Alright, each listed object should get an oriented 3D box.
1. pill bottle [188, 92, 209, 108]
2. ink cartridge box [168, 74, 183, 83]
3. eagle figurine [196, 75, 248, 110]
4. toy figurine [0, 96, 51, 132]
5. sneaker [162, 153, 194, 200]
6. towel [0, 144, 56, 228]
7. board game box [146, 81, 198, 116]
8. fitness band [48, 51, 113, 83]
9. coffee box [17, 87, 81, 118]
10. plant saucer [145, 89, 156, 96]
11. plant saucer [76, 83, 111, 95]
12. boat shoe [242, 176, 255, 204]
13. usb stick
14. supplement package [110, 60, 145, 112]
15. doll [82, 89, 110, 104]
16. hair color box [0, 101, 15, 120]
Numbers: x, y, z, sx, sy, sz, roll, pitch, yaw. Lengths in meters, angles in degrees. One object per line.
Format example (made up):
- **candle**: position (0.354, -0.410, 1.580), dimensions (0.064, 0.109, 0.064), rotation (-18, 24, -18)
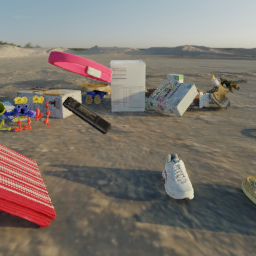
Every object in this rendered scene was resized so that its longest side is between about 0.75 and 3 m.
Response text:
- **pill bottle**: position (3.123, -1.323, 13.223), dimensions (1.358, 0.790, 0.790), rotation (1, 17, 16)
- **ink cartridge box**: position (2.891, -2.673, 17.087), dimensions (0.841, 1.152, 0.486), rotation (15, 26, 41)
- **eagle figurine**: position (4.302, -1.706, 13.811), dimensions (2.457, 1.854, 1.864), rotation (-39, -7, -23)
- **toy figurine**: position (-4.314, -0.362, 10.781), dimensions (2.414, 1.273, 1.446), rotation (-7, -10, -27)
- **sneaker**: position (1.085, 1.065, 6.271), dimensions (0.563, 0.608, 1.499), rotation (0, 19, -6)
- **towel**: position (-2.568, 0.881, 5.638), dimensions (1.965, 0.305, 2.717), rotation (35, -1, -30)
- **board game box**: position (1.981, -1.400, 12.729), dimensions (1.909, 0.614, 1.409), rotation (20, 64, 48)
- **fitness band**: position (-1.667, -2.191, 10.137), dimensions (1.845, 0.481, 2.569), rotation (19, 4, 29)
- **coffee box**: position (-3.539, -1.198, 12.673), dimensions (2.490, 0.993, 1.424), rotation (8, 19, 24)
- **plant saucer**: position (1.745, -2.108, 16.774), dimensions (1.507, 0.260, 1.507), rotation (0, 17, 0)
- **plant saucer**: position (-2.122, -2.492, 17.651), dimensions (2.544, 0.450, 2.544), rotation (0, 18, 0)
- **boat shoe**: position (2.984, 1.335, 5.384), dimensions (0.701, 0.604, 1.921), rotation (-5, 18, -14)
- **usb stick**: position (-1.124, -0.348, 7.749), dimensions (1.471, 0.240, 0.408), rotation (34, 55, -1)
- **supplement package**: position (-0.026, -2.091, 13.528), dimensions (1.601, 2.177, 2.082), rotation (-1, 18, -2)
- **doll**: position (-1.773, -1.814, 15.370), dimensions (1.527, 0.542, 2.239), rotation (0, 18, 4)
- **hair color box**: position (-5.408, -0.765, 12.198), dimensions (0.768, 0.470, 1.552), rotation (-11, 21, -30)
